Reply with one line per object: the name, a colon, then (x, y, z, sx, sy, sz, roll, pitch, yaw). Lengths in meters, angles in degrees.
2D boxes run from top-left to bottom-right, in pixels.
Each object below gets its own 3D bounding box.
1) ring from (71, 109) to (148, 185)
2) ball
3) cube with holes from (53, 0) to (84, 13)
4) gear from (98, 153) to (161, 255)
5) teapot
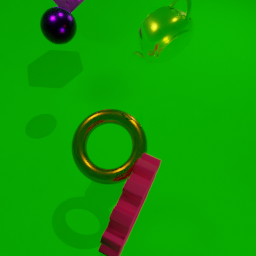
ring: (-0.382, 0.360, 5.701, 1.558, 0.312, 1.558, -1, 77, 5)
ball: (-1.749, -2.575, 7.070, 0.905, 0.905, 0.905, 0, 54, 0)
cube with holes: (-1.750, -4.593, 8.670, 1.305, 1.305, 1.305, 46, 72, -21)
gear: (0.060, 1.252, 4.585, 0.313, 1.690, 1.690, 24, 58, 10)
teapot: (0.615, -1.758, 5.263, 1.070, 1.720, 0.842, -24, 74, -43)
